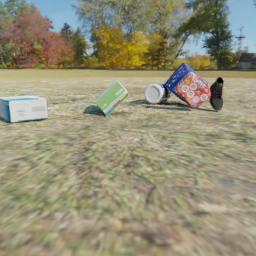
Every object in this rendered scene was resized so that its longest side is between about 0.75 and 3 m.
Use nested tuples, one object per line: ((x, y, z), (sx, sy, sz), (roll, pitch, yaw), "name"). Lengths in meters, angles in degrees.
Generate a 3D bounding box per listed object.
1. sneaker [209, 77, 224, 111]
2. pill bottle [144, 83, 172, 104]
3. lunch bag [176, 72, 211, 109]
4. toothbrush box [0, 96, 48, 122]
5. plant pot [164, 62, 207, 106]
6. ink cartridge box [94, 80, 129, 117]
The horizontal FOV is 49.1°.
((3.533, -1.352, 11.058), (0.488, 1.305, 0.693), (2, -30, -4), "sneaker")
((1.530, -1.696, 13.625), (0.943, 0.943, 1.630), (7, 12, 28), "pill bottle")
((2.605, -1.514, 10.960), (1.103, 1.253, 0.513), (-42, 5, 21), "lunch bag")
((-3.593, -0.692, 9.542), (1.220, 0.711, 1.666), (-8, 14, -35), "toothbrush box")
((2.686, -1.919, 12.728), (1.409, 1.409, 1.267), (35, 17, -21), "plant pot")
((-0.623, -1.172, 10.497), (1.150, 0.657, 2.215), (-42, 11, 6), "ink cartridge box")
